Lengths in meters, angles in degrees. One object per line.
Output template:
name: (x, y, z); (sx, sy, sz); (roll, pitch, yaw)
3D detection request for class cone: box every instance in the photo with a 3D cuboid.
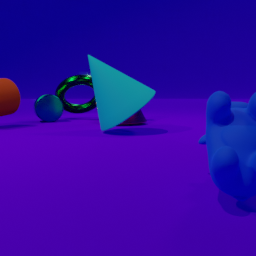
cone: (-0.165, -0.869, 8.377); (1.426, 1.431, 1.426); (-2, 5, 0)
cone: (-0.431, -0.992, 6.266); (1.513, 1.519, 1.513); (-34, 13, 9)

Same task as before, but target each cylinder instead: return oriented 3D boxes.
cylinder: (-2.632, -0.662, 9.232); (0.885, 0.885, 0.885); (-3, 6, -21)
cylinder: (-3.519, -0.766, 7.259); (0.999, 0.999, 0.999); (3, 13, 24)

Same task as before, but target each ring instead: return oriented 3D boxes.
ring: (-1.743, -1.191, 10.144); (1.769, 1.769, 0.354); (-2, 49, -19)

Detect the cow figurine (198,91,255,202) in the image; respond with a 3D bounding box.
cow figurine: (0.901, 0.140, 2.369); (0.588, 1.071, 1.054); (0, -34, 14)

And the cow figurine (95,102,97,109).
cow figurine: (-0.278, -0.926, 9.567); (1.466, 1.490, 0.818); (11, 35, -25)
